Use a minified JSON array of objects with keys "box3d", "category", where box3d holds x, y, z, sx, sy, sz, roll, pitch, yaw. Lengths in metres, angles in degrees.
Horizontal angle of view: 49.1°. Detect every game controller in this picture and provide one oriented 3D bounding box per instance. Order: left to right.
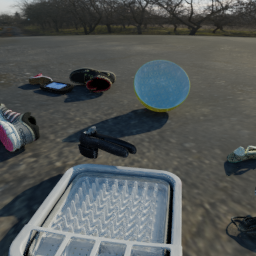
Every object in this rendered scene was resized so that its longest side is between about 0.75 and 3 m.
[{"box3d":[-3.577,-2.055,14.029,1.787,0.376,0.932,14,26,32],"category":"game controller"}]

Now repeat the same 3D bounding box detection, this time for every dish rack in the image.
[{"box3d":[-0.307,1.629,4.940,2.462,0.625,2.869,3,23,10],"category":"dish rack"}]

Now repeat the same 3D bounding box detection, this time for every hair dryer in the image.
[{"box3d":[2.868,1.773,5.078,1.641,0.446,1.250,17,46,44],"category":"hair dryer"}]

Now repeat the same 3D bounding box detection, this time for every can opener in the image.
[{"box3d":[-0.526,0.389,6.724,1.865,0.733,0.591,6,27,41],"category":"can opener"}]

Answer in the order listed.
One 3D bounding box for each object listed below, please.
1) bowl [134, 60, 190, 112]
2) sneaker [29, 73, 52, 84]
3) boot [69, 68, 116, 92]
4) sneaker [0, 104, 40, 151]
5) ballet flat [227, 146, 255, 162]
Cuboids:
[{"box3d":[1.277,-1.502,11.323,2.216,2.216,1.193,1,-22,-3],"category":"bowl"},{"box3d":[-4.653,-2.685,15.375,1.387,0.494,0.780,4,26,15],"category":"sneaker"},{"box3d":[-1.887,-2.440,14.331,2.493,0.912,1.877,6,22,-2],"category":"boot"},{"box3d":[-3.502,-0.122,8.768,1.112,0.938,2.542,-14,30,-33],"category":"sneaker"},{"box3d":[3.167,0.656,7.515,1.059,0.399,0.359,-5,34,-10],"category":"ballet flat"}]
